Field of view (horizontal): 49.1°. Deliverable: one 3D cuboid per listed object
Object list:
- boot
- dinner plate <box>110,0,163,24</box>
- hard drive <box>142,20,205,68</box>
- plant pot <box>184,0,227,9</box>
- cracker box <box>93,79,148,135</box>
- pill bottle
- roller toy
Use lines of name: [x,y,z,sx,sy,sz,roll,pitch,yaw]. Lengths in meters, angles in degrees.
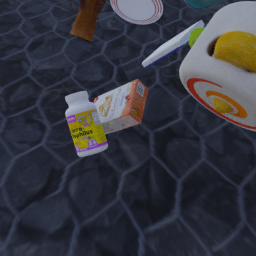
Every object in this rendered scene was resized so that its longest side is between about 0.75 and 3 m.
boot: [-1.363,-3.355,7.850,0.524,1.441,1.531,25,96,34]
dinner plate: [0.207,-2.997,6.823,1.316,0.160,1.316,5,66,-12]
hard drive: [1.284,-2.421,8.238,1.176,1.783,0.226,-46,105,-28]
plant pot: [2.360,-3.955,7.386,1.453,1.453,1.365,-33,32,-24]
cracker box: [-0.310,-0.454,6.915,1.581,0.456,1.059,-18,46,40]
pill bottle: [-0.969,-0.098,6.291,0.718,0.718,1.377,-18,93,-14]
roller toy: [2.422,-1.109,5.830,2.437,2.671,1.867,35,87,-16]
